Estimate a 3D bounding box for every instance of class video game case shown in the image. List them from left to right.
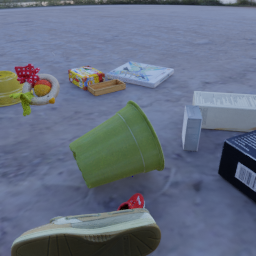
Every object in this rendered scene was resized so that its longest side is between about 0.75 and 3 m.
[{"bbox_3d":[0.701,-2.996,15.372,2.868,0.316,2.614,16,34,26],"label":"video game case"}]

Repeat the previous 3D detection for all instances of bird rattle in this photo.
[{"bbox_3d":[-3.080,-1.317,9.482,1.557,1.076,1.909,2,52,1],"label":"bird rattle"}]

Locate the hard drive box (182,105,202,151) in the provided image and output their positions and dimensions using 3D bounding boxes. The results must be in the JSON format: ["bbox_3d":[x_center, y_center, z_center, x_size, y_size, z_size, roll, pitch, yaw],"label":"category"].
[{"bbox_3d":[2.097,-0.007,9.277,0.472,1.228,0.957,4,31,5],"label":"hard drive box"}]

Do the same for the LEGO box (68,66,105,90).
[{"bbox_3d":[-2.120,-2.593,14.351,1.237,0.641,1.661,-21,36,-32],"label":"LEGO box"}]

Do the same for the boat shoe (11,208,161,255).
[{"bbox_3d":[-0.808,2.197,5.736,2.896,1.056,0.911,-6,21,-13],"label":"boat shoe"}]

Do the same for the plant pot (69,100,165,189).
[{"bbox_3d":[-0.411,0.608,7.466,2.001,2.107,2.107,-24,36,-13],"label":"plant pot"}]

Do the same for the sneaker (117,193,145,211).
[{"bbox_3d":[0.043,1.916,6.655,0.464,0.512,1.205,17,34,25],"label":"sneaker"}]

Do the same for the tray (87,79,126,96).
[{"bbox_3d":[-1.037,-1.982,13.643,1.687,0.312,0.832,-17,34,-28],"label":"tray"}]

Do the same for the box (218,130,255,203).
[{"bbox_3d":[3.893,1.019,7.468,1.974,1.244,2.008,-15,33,-24],"label":"box"}]

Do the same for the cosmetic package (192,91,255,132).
[{"bbox_3d":[3.841,-0.626,10.594,2.747,0.976,1.445,6,30,10],"label":"cosmetic package"}]

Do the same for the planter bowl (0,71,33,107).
[{"bbox_3d":[-5.769,-1.968,12.870,2.545,1.060,2.545,0,29,0],"label":"planter bowl"}]
